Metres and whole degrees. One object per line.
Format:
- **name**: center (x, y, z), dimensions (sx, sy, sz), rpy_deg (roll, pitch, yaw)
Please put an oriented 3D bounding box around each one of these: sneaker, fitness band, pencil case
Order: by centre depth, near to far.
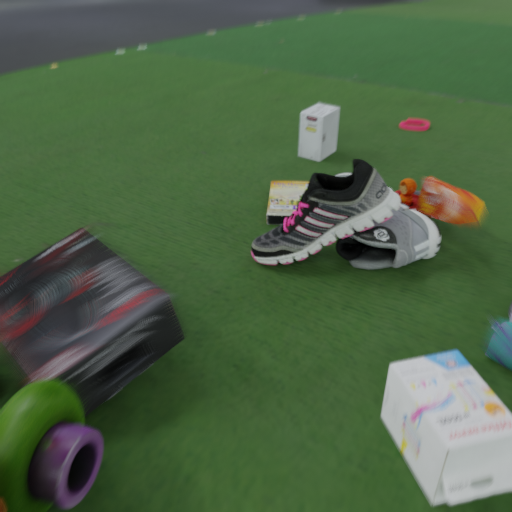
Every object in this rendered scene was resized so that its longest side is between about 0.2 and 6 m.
- **pencil case**: center (3.778, 1.381, 7.464), dimensions (1.338, 0.569, 0.618), rpy_deg (32, 82, 39)
- **sneaker**: center (0.999, -0.794, 9.618), dimensions (2.728, 1.193, 1.006), rpy_deg (-24, 22, 18)
- **sneaker**: center (3.476, -0.942, 10.256), dimensions (0.816, 0.772, 2.116), rpy_deg (12, 18, -4)
- **sneaker**: center (1.826, -0.623, 10.281), dimensions (1.609, 1.045, 2.786), rpy_deg (-25, 41, -30)
- **fitness band**: center (4.551, -3.756, 16.103), dimensions (0.817, 0.153, 0.587), rpy_deg (7, 35, 12)

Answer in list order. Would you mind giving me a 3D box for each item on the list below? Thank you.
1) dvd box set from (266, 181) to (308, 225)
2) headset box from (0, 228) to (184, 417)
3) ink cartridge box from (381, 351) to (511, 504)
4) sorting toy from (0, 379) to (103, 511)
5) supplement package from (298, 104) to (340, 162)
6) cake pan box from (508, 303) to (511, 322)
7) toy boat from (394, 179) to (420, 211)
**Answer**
- **dvd box set**: center (0.850, -1.127, 11.803), dimensions (1.195, 0.240, 1.633), rpy_deg (2, 32, 3)
- **headset box**: center (-2.323, 0.889, 7.465), dimensions (1.853, 0.935, 2.493), rpy_deg (-37, 48, -25)
- **ink cartridge box**: center (2.181, 1.939, 6.259), dimensions (0.943, 0.918, 1.466), rpy_deg (-8, 32, -13)
- **sorting toy**: center (-2.042, 2.351, 4.890), dimensions (1.196, 1.751, 2.914), rpy_deg (10, 15, 15)
- **supplement package**: center (1.571, -3.105, 14.079), dimensions (0.646, 1.165, 0.908), rpy_deg (20, 37, 29)
- **cake pan box**: center (4.774, 0.927, 8.315), dimensions (1.846, 0.483, 1.700), rpy_deg (18, 34, 26)
- **toy boat**: center (2.987, -1.136, 11.221), dimensions (0.853, 0.855, 1.308), rpy_deg (22, 38, 31)
